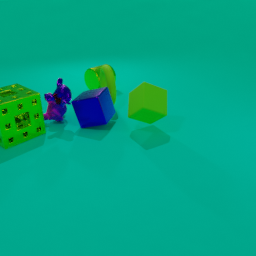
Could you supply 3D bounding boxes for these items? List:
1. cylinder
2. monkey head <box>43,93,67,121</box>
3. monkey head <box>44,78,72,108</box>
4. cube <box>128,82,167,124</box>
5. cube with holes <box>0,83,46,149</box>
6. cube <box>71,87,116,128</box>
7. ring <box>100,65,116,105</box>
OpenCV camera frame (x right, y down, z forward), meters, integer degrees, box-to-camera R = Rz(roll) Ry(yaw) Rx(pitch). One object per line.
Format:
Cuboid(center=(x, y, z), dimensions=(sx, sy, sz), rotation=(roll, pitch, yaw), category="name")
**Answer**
Cuboid(center=(-1.192, -2.150, 11.990), dimensions=(0.998, 0.998, 0.998), rotation=(23, 35, 37), category="cylinder")
Cuboid(center=(-2.474, -0.607, 9.207), dimensions=(0.885, 1.230, 0.741), rotation=(-7, 64, 8), category="monkey head")
Cuboid(center=(-2.107, -1.018, 8.520), dimensions=(0.752, 0.630, 1.045), rotation=(4, 54, -44), category="monkey head")
Cuboid(center=(0.589, -0.731, 8.478), dimensions=(0.872, 0.872, 0.872), rotation=(15, -25, -27), category="cube")
Cuboid(center=(-3.452, -0.406, 8.310), dimensions=(1.317, 1.317, 1.317), rotation=(23, 35, 37), category="cube with holes")
Cuboid(center=(-1.079, -0.659, 8.966), dimensions=(0.943, 0.943, 0.943), rotation=(-8, 24, 21), category="cube")
Cuboid(center=(-0.739, -1.530, 10.226), dimensions=(0.307, 1.537, 1.537), rotation=(-9, 29, -15), category="ring")
